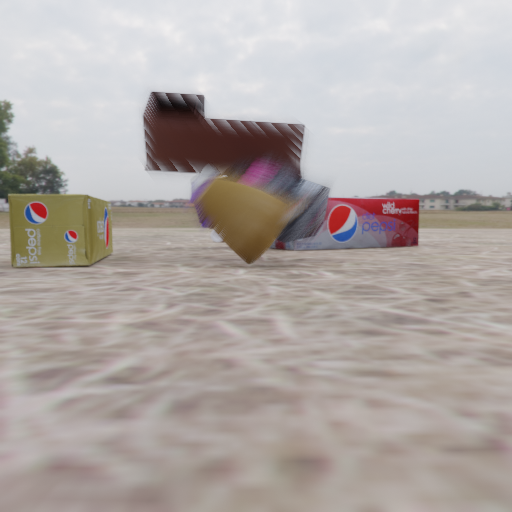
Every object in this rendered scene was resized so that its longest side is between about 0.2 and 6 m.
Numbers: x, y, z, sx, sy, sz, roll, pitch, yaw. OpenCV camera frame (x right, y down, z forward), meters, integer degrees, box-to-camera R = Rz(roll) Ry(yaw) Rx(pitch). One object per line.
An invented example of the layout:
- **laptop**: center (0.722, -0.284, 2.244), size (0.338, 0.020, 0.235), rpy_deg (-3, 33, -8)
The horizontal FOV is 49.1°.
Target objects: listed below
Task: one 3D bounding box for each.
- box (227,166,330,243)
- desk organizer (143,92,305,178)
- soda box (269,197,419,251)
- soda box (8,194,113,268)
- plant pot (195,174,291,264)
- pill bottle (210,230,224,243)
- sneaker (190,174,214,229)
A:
- **box**: center (0.331, -0.946, 9.963), size (1.064, 0.923, 1.610), rpy_deg (-12, 29, -44)
- **desk organizer**: center (-0.600, -2.322, 10.776), size (3.014, 1.160, 1.081), rpy_deg (3, 42, -1)
- **soda box**: center (2.293, -0.864, 14.548), size (4.156, 1.318, 1.455), rpy_deg (-3, 5, -31)
- **soda box**: center (-3.321, -0.478, 9.986), size (1.183, 1.118, 3.493), rpy_deg (-2, 4, -9)
- **plant pot**: center (-0.273, -0.665, 8.410), size (1.195, 1.114, 1.114), rpy_deg (36, -6, -14)
- **pill bottle**: center (-1.182, -0.676, 18.350), size (0.463, 0.463, 0.846), rpy_deg (1, 4, 8)
- **sneaker**: center (-1.047, -0.966, 13.985), size (1.006, 1.040, 2.494), rpy_deg (-4, -33, 25)
